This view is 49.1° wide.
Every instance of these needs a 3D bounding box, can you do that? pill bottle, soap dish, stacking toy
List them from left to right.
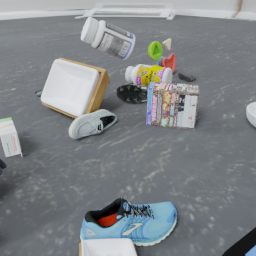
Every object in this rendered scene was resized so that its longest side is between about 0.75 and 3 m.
[{"bbox_3d":[-2.263,-1.652,12.069,2.874,2.261,1.167,22,2,33],"label":"soap dish"},{"bbox_3d":[-0.786,-3.522,11.012,1.929,1.097,1.097,17,23,-24],"label":"pill bottle"},{"bbox_3d":[-0.398,2.713,5.726,1.187,0.482,0.934,3,12,-12],"label":"soap dish"},{"bbox_3d":[1.075,-2.697,14.824,2.328,1.213,1.213,13,32,23],"label":"pill bottle"},{"bbox_3d":[1.664,-3.988,16.294,1.008,2.159,2.385,13,31,44],"label":"stacking toy"}]

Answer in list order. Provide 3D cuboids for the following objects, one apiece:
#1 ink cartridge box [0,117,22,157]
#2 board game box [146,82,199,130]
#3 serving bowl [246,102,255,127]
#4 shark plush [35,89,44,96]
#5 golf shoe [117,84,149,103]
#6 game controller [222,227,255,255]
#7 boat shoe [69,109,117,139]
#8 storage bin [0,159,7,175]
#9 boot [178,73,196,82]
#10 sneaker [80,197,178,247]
[{"bbox_3d":[-4.113,0.368,9.712,0.520,0.904,1.544,-14,32,-24],"label":"ink cartridge box"},{"bbox_3d":[1.789,-0.921,11.316,1.967,1.568,0.953,6,29,10],"label":"board game box"},{"bbox_3d":[5.793,-0.328,11.152,2.141,0.704,2.141,1,29,0],"label":"serving bowl"},{"bbox_3d":[-3.235,-1.733,13.466,2.870,1.304,1.195,9,61,7],"label":"shark plush"},{"bbox_3d":[0.625,-1.646,13.542,2.340,0.910,1.105,5,9,9],"label":"golf shoe"},{"bbox_3d":[3.234,2.715,5.948,2.694,0.567,1.405,-20,35,-30],"label":"game controller"},{"bbox_3d":[-1.272,-0.166,10.794,0.794,0.778,2.229,15,30,33],"label":"boat shoe"},{"bbox_3d":[-4.910,1.416,7.249,2.718,1.978,1.825,6,58,10],"label":"storage bin"},{"bbox_3d":[3.421,-2.941,16.208,0.630,0.334,0.956,-20,46,-36],"label":"boot"},{"bbox_3d":[0.080,2.120,6.475,2.372,1.067,0.930,-10,31,-16],"label":"sneaker"}]
